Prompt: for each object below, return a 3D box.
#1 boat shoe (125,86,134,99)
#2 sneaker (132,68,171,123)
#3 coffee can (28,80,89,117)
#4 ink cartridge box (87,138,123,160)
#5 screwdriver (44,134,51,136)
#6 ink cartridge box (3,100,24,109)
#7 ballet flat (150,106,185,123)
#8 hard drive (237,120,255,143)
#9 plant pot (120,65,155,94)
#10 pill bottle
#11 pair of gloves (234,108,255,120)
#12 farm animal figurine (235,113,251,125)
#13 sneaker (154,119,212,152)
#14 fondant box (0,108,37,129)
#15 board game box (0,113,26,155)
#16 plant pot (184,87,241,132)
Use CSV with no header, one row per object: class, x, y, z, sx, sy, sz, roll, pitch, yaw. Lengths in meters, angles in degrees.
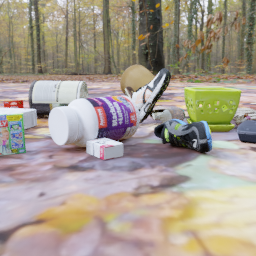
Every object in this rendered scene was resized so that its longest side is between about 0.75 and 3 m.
boat shoe,0.232,-1.518,14.718,0.558,0.559,1.510,0,46,-26
sneaker,0.737,-1.350,11.074,1.036,2.590,0.955,43,37,12
coffee can,-3.212,-1.371,13.250,2.378,1.740,1.740,1,12,6
ink cartridge box,-0.631,0.542,7.483,0.628,0.361,0.865,-10,15,-39
screwdriver,-2.365,0.261,9.227,1.538,0.224,0.215,12,16,43
ink cartridge box,-5.080,-0.793,12.652,0.219,0.873,1.006,8,14,37
ballet flat,1.590,-0.517,12.057,0.757,0.767,2.252,-20,11,-19
hard drive,4.445,0.125,9.279,1.424,0.447,2.112,7,14,30
plant pot,1.175,-3.053,20.614,2.599,2.599,2.789,-6,27,-27
pill bottle,-0.984,-0.208,8.422,2.547,1.419,1.419,-11,16,-43
pair of gloves,5.650,-0.637,13.177,1.852,0.382,2.178,-5,10,-5
farm animal figurine,4.813,-0.313,11.716,0.632,0.394,0.783,-16,9,22
sneaker,1.528,0.246,8.039,1.027,0.879,2.479,-13,11,-19
fondant box,-4.848,-0.241,10.404,1.771,0.715,2.454,3,11,16
board game box,-3.585,0.194,7.379,1.622,1.091,0.236,-5,13,-20
plant pot,3.094,-0.726,10.631,1.721,1.569,1.730,0,12,-1
